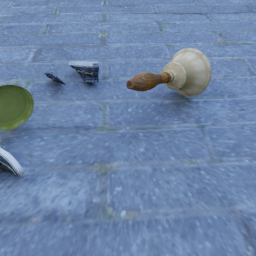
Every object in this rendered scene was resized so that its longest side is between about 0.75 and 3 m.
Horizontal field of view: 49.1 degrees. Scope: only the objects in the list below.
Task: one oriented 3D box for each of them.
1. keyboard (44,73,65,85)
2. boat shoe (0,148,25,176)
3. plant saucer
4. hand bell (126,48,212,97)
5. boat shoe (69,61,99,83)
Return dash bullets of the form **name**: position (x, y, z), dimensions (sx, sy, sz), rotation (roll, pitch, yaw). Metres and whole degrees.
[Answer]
- **keyboard**: position (-2.519, -1.770, 9.659), dimensions (0.584, 0.222, 1.121), rotation (14, 12, -32)
- **boat shoe**: position (-3.169, 0.801, 6.880), dimensions (1.656, 0.568, 0.469), rotation (27, 55, 30)
- **plant saucer**: position (-3.314, -0.581, 7.646), dimensions (1.447, 1.447, 0.225), rotation (-25, 47, -26)
- **hand bell**: position (1.028, -1.457, 8.045), dimensions (1.560, 1.560, 2.996), rotation (32, 32, 31)
- **boat shoe**: position (-1.604, -2.009, 10.029), dimensions (0.564, 0.724, 1.595), rotation (-14, 21, -39)
